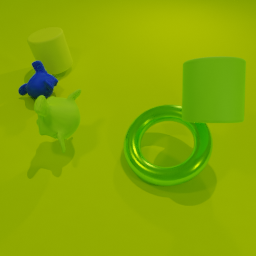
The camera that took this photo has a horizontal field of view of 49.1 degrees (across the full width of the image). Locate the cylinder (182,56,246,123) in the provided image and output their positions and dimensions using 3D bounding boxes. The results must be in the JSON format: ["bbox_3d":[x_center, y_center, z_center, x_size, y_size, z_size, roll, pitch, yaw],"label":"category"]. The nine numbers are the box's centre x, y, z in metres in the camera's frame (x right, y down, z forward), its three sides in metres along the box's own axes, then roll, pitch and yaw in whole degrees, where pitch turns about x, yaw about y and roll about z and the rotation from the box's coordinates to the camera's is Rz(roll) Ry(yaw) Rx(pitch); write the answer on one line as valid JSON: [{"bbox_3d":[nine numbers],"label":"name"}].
[{"bbox_3d":[1.699,-0.725,5.613,1.200,1.200,1.200,0,4,0],"label":"cylinder"}]

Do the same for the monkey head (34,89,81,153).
[{"bbox_3d":[-1.535,-0.284,6.166,0.934,1.115,1.550,11,72,0],"label":"monkey head"}]

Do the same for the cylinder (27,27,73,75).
[{"bbox_3d":[-2.375,-2.369,8.628,1.086,1.086,1.086,-7,41,6],"label":"cylinder"}]

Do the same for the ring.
[{"bbox_3d":[0.879,0.333,6.354,2.009,0.402,2.009,-6,59,11],"label":"ring"}]

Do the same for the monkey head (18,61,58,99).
[{"bbox_3d":[-2.501,-1.298,7.804,1.362,0.980,0.821,-3,35,32],"label":"monkey head"}]
